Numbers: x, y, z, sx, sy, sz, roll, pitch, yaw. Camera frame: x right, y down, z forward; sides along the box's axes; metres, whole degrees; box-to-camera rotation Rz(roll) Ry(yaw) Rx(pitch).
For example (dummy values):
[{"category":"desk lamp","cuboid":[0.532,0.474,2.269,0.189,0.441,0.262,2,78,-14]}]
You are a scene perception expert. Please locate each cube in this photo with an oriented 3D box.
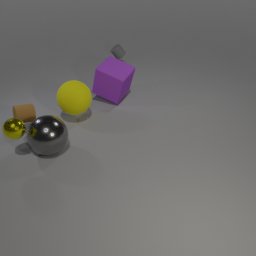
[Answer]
[{"category":"cube","cuboid":[-0.675,-2.248,13.086,1.400,1.400,1.400,26,45,8]}]

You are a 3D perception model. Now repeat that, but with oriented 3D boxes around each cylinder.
[{"category":"cylinder","cuboid":[-3.924,-0.541,10.590,0.700,0.700,0.700,-11,33,-30]},{"category":"cylinder","cuboid":[-0.620,-4.797,17.667,0.700,0.700,0.700,-31,32,22]}]

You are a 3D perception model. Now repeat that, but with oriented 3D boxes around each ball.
[{"category":"ball","cuboid":[-2.191,-1.233,11.449,1.400,1.400,1.400,0,32,0]},{"category":"ball","cuboid":[-3.640,0.022,8.955,0.700,0.700,0.700,0,32,0]},{"category":"ball","cuboid":[-2.785,0.253,9.719,1.400,1.400,1.400,0,32,0]}]
